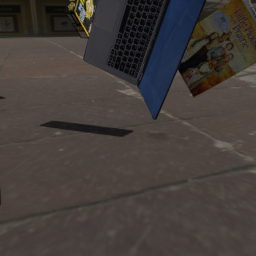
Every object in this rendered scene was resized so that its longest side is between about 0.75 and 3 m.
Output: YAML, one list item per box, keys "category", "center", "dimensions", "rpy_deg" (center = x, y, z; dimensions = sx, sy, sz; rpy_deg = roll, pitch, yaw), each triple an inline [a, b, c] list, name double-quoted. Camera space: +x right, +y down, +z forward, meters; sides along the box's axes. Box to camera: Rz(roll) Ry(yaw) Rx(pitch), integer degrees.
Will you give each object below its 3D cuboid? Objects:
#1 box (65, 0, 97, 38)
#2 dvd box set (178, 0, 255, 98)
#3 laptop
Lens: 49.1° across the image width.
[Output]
- category: "box"
  center: [-1.615, -4.432, 10.159]
  dimensions: [0.440, 1.783, 1.423]
  rpy_deg: [5, -18, 17]
- category: "dvd box set"
  center: [2.365, -2.086, 7.369]
  dimensions: [2.319, 1.697, 0.341]
  rpy_deg: [-29, -1, 26]
- category: "laptop"
  center: [0.052, -1.456, 4.380]
  dimensions: [1.938, 1.814, 1.123]
  rpy_deg: [27, 29, 12]
